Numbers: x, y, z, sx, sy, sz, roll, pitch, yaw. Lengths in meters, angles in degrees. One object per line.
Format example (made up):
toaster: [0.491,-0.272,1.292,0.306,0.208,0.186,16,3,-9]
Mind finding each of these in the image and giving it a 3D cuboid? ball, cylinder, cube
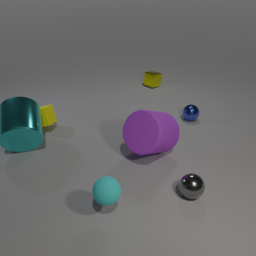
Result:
ball: [-0.523,1.541,6.872,0.700,0.700,0.700,0,29,0]
ball: [1.762,1.601,7.724,0.700,0.700,0.700,0,29,0]
cylinder: [-3.696,-0.118,9.632,1.400,1.400,1.400,-8,55,-14]
cube: [-3.310,-0.454,10.928,0.700,0.700,0.700,-10,14,13]
ball: [2.630,-0.637,11.711,0.700,0.700,0.700,0,29,0]
cube: [1.343,-2.654,15.170,0.700,0.700,0.700,26,29,37]
cylinder: [0.777,0.140,9.181,1.400,1.400,1.400,21,11,33]
